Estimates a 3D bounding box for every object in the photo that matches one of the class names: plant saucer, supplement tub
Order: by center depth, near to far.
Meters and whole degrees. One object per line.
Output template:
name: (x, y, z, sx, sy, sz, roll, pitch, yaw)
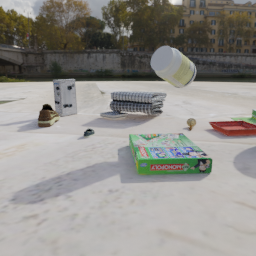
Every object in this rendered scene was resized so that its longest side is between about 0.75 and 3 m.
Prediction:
supplement tub: (1.421, -1.893, 8.745, 0.956, 0.956, 1.318, 12, -7, 44)
plant saucer: (4.144, 0.003, 10.833, 1.545, 0.284, 1.542, -3, 13, -9)

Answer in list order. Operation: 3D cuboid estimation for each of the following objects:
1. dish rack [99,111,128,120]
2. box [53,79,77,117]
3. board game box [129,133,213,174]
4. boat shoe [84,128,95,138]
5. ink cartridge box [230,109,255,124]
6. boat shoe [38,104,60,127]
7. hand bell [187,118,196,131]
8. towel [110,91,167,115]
dish rack: (-0.707, -0.609, 13.694, 1.059, 0.269, 1.234, -13, 18, -42)
box: (-3.218, -1.562, 14.390, 0.552, 1.836, 1.071, 7, 16, 36)
board game box: (1.000, 0.616, 7.742, 1.764, 0.382, 2.621, -1, 12, -4)
boat shoe: (-1.420, 0.147, 10.212, 0.311, 0.257, 0.831, 3, 13, 16)
ink cartridge box: (6.007, -0.538, 12.931, 2.071, 0.497, 1.507, 2, 13, 3)
boat shoe: (-3.541, -0.678, 12.606, 0.849, 0.850, 2.299, -2, 12, -10)
hand bell: (2.539, -0.082, 11.295, 0.399, 0.399, 0.766, 3, 24, 15)
towel: (0.564, -1.259, 14.070, 2.200, 1.137, 2.657, 5, 7, 21)
